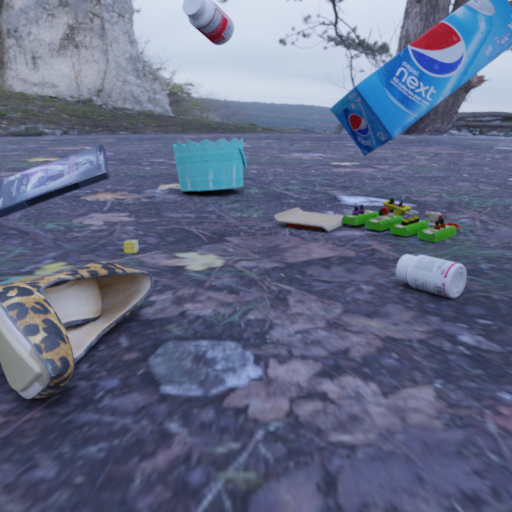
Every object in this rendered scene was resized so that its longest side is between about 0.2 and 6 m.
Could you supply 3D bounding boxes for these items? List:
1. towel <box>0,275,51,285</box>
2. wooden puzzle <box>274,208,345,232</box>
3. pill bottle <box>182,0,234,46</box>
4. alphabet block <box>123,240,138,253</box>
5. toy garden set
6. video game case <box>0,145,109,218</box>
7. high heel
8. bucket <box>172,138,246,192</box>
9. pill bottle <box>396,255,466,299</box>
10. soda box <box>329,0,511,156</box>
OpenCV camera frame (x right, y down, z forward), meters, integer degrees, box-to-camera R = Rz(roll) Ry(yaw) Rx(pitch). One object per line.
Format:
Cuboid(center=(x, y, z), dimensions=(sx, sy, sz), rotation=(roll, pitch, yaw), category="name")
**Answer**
Cuboid(center=(-3.175, 0.515, 6.620), dimensions=(1.197, 0.177, 1.632), rotation=(-26, 12, -35), category="towel")
Cuboid(center=(1.232, -0.773, 12.396), dimensions=(1.309, 0.244, 1.211), rotation=(14, 20, 29), category="wooden puzzle")
Cuboid(center=(-0.987, -4.870, 11.492), dimensions=(0.639, 0.639, 1.139), rotation=(9, -5, 31), category="pill bottle")
Cuboid(center=(-2.274, -0.168, 10.177), dimensions=(0.206, 0.205, 0.210), rotation=(-1, 16, 6), category="alphabet block")
Cuboid(center=(3.266, -0.853, 12.075), dimensions=(2.180, 0.435, 1.818), rotation=(16, 21, 40), category="toy garden set")
Cuboid(center=(-2.328, -0.881, 6.430), dimensions=(1.266, 0.120, 0.905), rotation=(-22, 34, -5), category="video game case")
Cuboid(center=(-1.658, 0.556, 5.832), dimensions=(2.035, 1.019, 2.855), rotation=(-16, 13, -29), category="high heel")
Cuboid(center=(-1.368, -2.710, 16.717), dimensions=(2.215, 1.441, 2.215), rotation=(-4, 10, 1), category="bucket")
Cuboid(center=(2.486, 0.269, 8.009), dimensions=(0.498, 0.498, 0.879), rotation=(-13, 21, -40), category="pill bottle")
Cuboid(center=(2.441, -2.619, 7.932), dimensions=(2.758, 0.885, 0.936), rotation=(-39, 5, -14), category="soda box")
